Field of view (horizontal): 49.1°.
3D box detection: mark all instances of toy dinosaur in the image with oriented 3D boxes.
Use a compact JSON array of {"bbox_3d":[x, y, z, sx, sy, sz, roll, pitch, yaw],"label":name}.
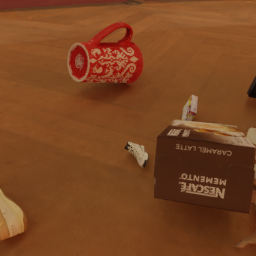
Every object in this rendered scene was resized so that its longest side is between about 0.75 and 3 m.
[{"bbox_3d":[2.452,1.388,4.607,0.828,1.929,1.307,16,68,-5],"label":"toy dinosaur"}]

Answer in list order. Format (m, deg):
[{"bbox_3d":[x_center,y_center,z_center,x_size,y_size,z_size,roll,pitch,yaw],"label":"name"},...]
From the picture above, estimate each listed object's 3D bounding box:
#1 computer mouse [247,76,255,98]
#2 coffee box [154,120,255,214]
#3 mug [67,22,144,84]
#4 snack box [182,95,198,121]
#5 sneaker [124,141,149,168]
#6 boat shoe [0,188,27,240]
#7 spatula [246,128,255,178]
[{"bbox_3d":[4.759,-1.928,9.138,0.786,2.065,2.982,29,50,18],"label":"computer mouse"},{"bbox_3d":[1.414,0.518,5.325,1.470,1.025,2.571,6,9,15],"label":"coffee box"},{"bbox_3d":[-0.802,-2.460,9.500,2.271,2.016,1.515,-13,13,-43],"label":"mug"},{"bbox_3d":[1.796,-0.511,8.170,0.215,0.577,0.811,22,43,-2],"label":"snack box"},{"bbox_3d":[0.158,0.607,6.592,0.515,0.338,0.894,22,16,-15],"label":"sneaker"},{"bbox_3d":[-2.591,1.458,5.206,1.700,0.629,0.564,21,27,31],"label":"boat shoe"},{"bbox_3d":[2.891,0.637,5.488,0.119,1.027,1.477,6,11,-31],"label":"spatula"}]
